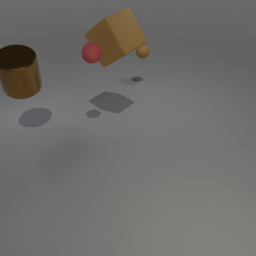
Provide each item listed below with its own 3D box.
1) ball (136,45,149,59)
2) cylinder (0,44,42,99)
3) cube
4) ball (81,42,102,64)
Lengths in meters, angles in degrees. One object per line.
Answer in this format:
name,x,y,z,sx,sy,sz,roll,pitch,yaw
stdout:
ball,0.756,-3.931,14.433,0.700,0.700,0.700,0,32,0
cylinder,-3.888,-1.991,9.998,1.400,1.400,1.400,3,52,-4
cube,-0.449,-3.326,10.378,1.400,1.400,1.400,-15,21,49
ball,-1.237,-2.552,9.537,0.700,0.700,0.700,0,32,0
